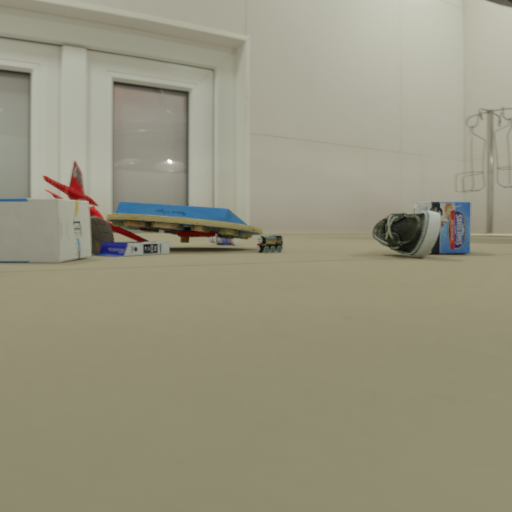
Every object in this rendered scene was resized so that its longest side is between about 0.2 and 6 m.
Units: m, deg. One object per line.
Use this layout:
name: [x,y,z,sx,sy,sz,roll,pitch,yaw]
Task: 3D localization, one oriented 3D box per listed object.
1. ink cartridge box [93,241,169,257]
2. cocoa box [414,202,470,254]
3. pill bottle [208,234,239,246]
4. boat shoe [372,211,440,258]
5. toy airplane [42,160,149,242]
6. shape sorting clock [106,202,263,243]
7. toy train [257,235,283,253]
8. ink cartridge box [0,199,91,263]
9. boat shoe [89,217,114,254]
ink cartridge box: [-2.400,-0.140,10.782,0.705,0.278,1.418,3,5,32]
cocoa box: [3.769,-0.574,11.452,1.020,1.037,1.555,1,3,14]
pill bottle: [-0.945,-0.532,16.277,0.835,0.468,0.468,1,3,24]
boat shoe: [2.576,-0.382,9.949,0.769,0.781,2.168,15,-7,-2]
toy airplane: [-3.955,-1.032,13.310,3.234,0.595,3.234,26,-25,13]
shape sorting clock: [-1.630,-0.652,12.950,3.576,0.701,3.576,6,-5,0]
toy train: [0.286,-0.243,11.644,0.653,0.372,0.278,-2,4,-39]
ink cartridge box: [-3.360,-0.416,8.956,0.998,0.981,1.356,0,4,3]
boat shoe: [-3.520,-0.371,10.790,0.725,0.765,2.019,-5,-2,22]
